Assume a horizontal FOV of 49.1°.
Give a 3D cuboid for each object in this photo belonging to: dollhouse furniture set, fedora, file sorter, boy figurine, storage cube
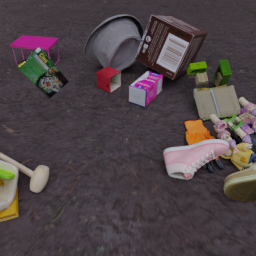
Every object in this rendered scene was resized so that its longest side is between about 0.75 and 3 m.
[{"bbox_3d":[3.182,-1.238,10.689,1.558,1.194,2.378,-8,68,0],"label":"dollhouse furniture set"},{"bbox_3d":[-0.419,-3.317,11.874,2.497,2.823,1.275,10,47,-47],"label":"fedora"},{"bbox_3d":[-4.225,-3.496,12.998,1.767,1.108,1.228,6,39,6],"label":"file sorter"},{"bbox_3d":[3.237,0.810,7.857,0.489,0.944,1.519,-20,36,-34],"label":"boy figurine"},{"bbox_3d":[-0.785,-1.993,11.465,0.749,0.712,0.833,25,45,28],"label":"storage cube"}]

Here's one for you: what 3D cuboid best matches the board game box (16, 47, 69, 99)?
[{"bbox_3d":[-2.490,-1.595,8.387,0.865,1.651,0.194,-40,62,-4],"label":"board game box"}]

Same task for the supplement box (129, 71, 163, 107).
[{"bbox_3d":[0.713,-1.536,10.892,0.731,0.746,1.444,21,42,24],"label":"supplement box"}]

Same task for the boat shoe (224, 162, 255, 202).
[{"bbox_3d":[3.562,1.220,7.305,2.657,0.969,0.836,-8,43,-15],"label":"boat shoe"}]

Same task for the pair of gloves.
[{"bbox_3d":[3.152,0.443,8.797,2.660,0.329,2.370,0,39,-1],"label":"pair of gloves"}]

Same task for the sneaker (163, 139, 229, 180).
[{"bbox_3d":[1.896,0.928,7.694,1.817,0.684,0.950,-12,51,16],"label":"sneaker"}]

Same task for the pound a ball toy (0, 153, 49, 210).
[{"bbox_3d":[-3.783,1.323,7.091,2.942,1.250,1.918,14,5,18],"label":"pound a ball toy"}]

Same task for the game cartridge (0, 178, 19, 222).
[{"bbox_3d":[-3.505,1.822,7.170,1.279,0.235,1.451,-13,41,-15],"label":"game cartridge"}]

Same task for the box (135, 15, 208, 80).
[{"bbox_3d":[1.816,-3.400,11.587,1.872,1.891,2.279,32,30,15],"label":"box"}]

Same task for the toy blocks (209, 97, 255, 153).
[{"bbox_3d":[3.306,0.082,8.163,1.283,1.373,1.156,-31,43,3],"label":"toy blocks"}]
